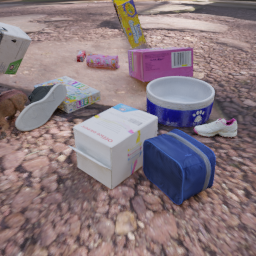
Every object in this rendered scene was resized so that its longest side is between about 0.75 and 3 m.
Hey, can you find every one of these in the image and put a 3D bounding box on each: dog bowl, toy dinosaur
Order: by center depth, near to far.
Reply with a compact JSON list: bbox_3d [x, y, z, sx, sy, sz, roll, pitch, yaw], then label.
[{"bbox_3d":[-4.530,-0.925,10.308,1.210,1.911,2.820,16,35,25],"label":"toy dinosaur"},{"bbox_3d":[2.096,-1.145,11.470,2.702,1.064,2.702,0,32,0],"label":"dog bowl"}]

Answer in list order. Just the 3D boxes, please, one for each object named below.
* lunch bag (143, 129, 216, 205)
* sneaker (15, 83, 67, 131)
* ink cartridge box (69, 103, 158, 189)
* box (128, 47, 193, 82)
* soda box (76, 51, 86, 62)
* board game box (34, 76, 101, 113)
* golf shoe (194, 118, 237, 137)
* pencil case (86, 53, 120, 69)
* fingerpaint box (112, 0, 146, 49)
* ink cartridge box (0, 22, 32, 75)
[{"bbox_3d":[1.378,0.946,7.765,1.334,1.370,2.016,-17,34,-27],"label":"lunch bag"},{"bbox_3d":[-3.659,-0.824,11.145,1.298,0.925,2.617,3,44,38],"label":"sneaker"},{"bbox_3d":[-0.436,0.505,8.355,1.531,1.492,2.382,24,39,34],"label":"ink cartridge box"},{"bbox_3d":[1.534,-3.267,14.031,2.501,1.375,2.844,-8,17,-11],"label":"box"},{"bbox_3d":[-2.936,-4.526,17.653,0.423,0.384,1.210,0,31,1],"label":"soda box"},{"bbox_3d":[-2.797,-1.602,12.786,2.678,0.458,1.801,27,40,36],"label":"board game box"},{"bbox_3d":[3.156,-0.062,10.076,1.528,0.699,0.576,0,32,4],"label":"golf shoe"},{"bbox_3d":[-1.437,-3.851,16.201,1.913,0.836,0.836,7,32,11],"label":"pencil case"},{"bbox_3d":[-0.014,-4.405,11.197,0.683,1.862,1.554,-23,46,3],"label":"fingerpaint box"},{"bbox_3d":[-4.263,-2.506,8.673,0.849,1.470,2.013,42,23,17],"label":"ink cartridge box"}]
